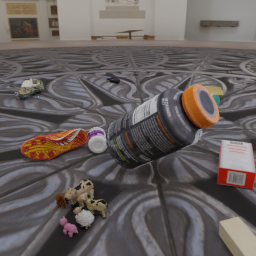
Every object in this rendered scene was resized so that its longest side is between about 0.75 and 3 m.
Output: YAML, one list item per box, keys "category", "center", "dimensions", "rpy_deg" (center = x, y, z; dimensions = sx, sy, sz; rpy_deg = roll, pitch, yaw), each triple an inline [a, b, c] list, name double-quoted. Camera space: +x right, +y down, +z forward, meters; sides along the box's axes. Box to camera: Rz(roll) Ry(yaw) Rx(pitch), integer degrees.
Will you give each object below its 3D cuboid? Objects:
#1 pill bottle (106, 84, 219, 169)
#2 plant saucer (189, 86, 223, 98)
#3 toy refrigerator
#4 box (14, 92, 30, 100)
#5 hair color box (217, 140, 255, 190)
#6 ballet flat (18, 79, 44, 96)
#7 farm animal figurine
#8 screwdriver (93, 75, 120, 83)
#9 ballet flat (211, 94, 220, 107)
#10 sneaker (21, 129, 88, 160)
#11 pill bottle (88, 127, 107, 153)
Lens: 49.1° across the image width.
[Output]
- category: "pill bottle"
  center: [0.807, -0.032, 6.865]
  dimensions: [2.710, 1.439, 1.439]
  rpy_deg: [-29, 1, 39]
- category: "plant saucer"
  center: [3.948, -1.764, 14.337]
  dimensions: [1.623, 0.393, 1.623]
  rpy_deg: [4, 22, 11]
- category: "toy refrigerator"
  center: [2.051, 2.097, 4.907]
  dimensions: [0.413, 0.380, 1.088]
  rpy_deg: [-11, 23, -9]
- category: "box"
  center: [-5.425, -1.683, 14.365]
  dimensions: [0.671, 0.212, 0.851]
  rpy_deg: [-11, 25, -25]
- category: "hair color box"
  center: [2.905, 0.925, 7.558]
  dimensions: [0.866, 0.523, 1.706]
  rpy_deg: [7, 24, 18]
- category: "ballet flat"
  center: [-5.057, -2.169, 14.562]
  dimensions: [0.683, 0.758, 2.013]
  rpy_deg: [5, 16, 12]
- category: "farm animal figurine"
  center: [-1.013, 1.552, 5.882]
  dimensions: [1.006, 0.627, 1.246]
  rpy_deg: [-10, 24, -24]
- category: "screwdriver"
  center: [-1.454, -3.142, 17.898]
  dimensions: [2.508, 0.365, 0.350]
  rpy_deg: [16, 26, 41]
- category: "ballet flat"
  center: [3.273, -0.834, 11.790]
  dimensions: [0.821, 0.821, 2.364]
  rpy_deg: [12, 23, 26]
- category: "sneaker"
  center: [-2.243, 0.516, 8.603]
  dimensions: [2.057, 0.751, 0.793]
  rpy_deg: [-11, 2, -34]
- category: "pill bottle"
  center: [-0.983, 0.342, 8.916]
  dimensions: [0.579, 0.579, 1.031]
  rpy_deg: [-3, 22, -8]
